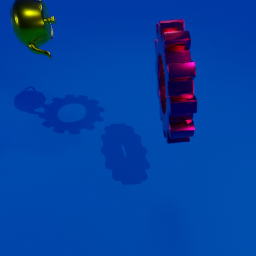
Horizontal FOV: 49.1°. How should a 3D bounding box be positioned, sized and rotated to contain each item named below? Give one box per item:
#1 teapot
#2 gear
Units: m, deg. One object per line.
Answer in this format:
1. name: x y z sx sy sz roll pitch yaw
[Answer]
1. teapot: -1.927 -2.167 5.896 0.818 1.039 1.671 -8 81 0
2. gear: 0.713 -0.718 4.494 0.349 1.889 1.889 -5 39 2
